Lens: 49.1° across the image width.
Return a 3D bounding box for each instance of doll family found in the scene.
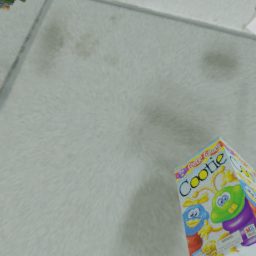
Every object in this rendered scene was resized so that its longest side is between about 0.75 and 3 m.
[{"bbox_3d":[-2.739,-2.475,4.756,1.875,1.084,0.736,-17,104,-32],"label":"doll family"}]

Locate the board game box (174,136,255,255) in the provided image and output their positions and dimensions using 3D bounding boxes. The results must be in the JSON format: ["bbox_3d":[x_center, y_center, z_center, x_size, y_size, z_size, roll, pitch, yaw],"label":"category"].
[{"bbox_3d":[1.646,1.346,4.571,1.139,2.173,1.119,39,114,-20],"label":"board game box"}]

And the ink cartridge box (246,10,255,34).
[{"bbox_3d":[2.889,-1.452,3.855,1.987,0.835,1.445,36,65,-1],"label":"ink cartridge box"}]
